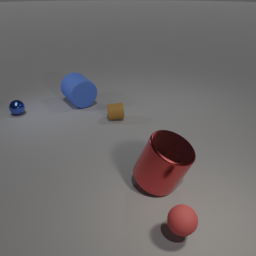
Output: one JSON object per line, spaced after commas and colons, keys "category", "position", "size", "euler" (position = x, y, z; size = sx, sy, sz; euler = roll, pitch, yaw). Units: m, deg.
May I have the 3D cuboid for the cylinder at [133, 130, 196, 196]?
{"category": "cylinder", "position": [1.031, 1.013, 8.175], "size": [1.400, 1.400, 1.400], "euler": [16, 37, -12]}

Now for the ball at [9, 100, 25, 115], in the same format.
{"category": "ball", "position": [-5.167, -0.958, 13.030], "size": [0.700, 0.700, 0.700], "euler": [0, 28, 0]}

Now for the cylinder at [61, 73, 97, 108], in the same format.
{"category": "cylinder", "position": [-2.447, -1.886, 13.916], "size": [1.400, 1.400, 1.400], "euler": [-16, 35, -28]}

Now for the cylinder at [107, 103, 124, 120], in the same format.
{"category": "cylinder", "position": [-0.555, -0.750, 12.521], "size": [0.700, 0.700, 0.700], "euler": [-7, 29, -4]}

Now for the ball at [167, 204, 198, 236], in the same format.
{"category": "ball", "position": [1.250, 2.111, 6.422], "size": [0.700, 0.700, 0.700], "euler": [0, 28, 0]}
